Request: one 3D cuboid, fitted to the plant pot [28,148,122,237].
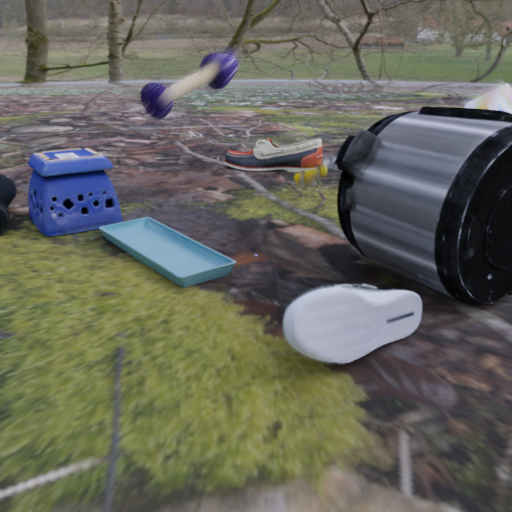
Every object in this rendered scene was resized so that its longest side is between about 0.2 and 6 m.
[{"bbox_3d":[-3.415,-1.251,10.386,1.459,1.312,1.459,-12,24,-30],"label":"plant pot"}]

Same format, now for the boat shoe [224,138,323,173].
[{"bbox_3d":[0.433,-2.670,14.683,2.641,0.826,0.940,4,23,13],"label":"boat shoe"}]

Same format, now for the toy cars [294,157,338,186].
[{"bbox_3d":[1.225,-1.482,9.738,1.220,0.270,0.547,-28,20,-21],"label":"toy cars"}]

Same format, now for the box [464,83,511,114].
[{"bbox_3d":[3.788,-2.088,9.198,0.740,0.821,1.460,-20,19,48],"label":"box"}]

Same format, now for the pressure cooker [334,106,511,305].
[{"bbox_3d":[2.451,-0.808,7.814,2.424,2.386,2.713,-26,30,-23],"label":"pressure cooker"}]

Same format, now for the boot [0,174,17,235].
[{"bbox_3d":[-5.624,-0.965,10.165,2.316,0.884,1.946,-1,24,-21],"label":"boot"}]

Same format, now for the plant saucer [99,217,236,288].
[{"bbox_3d":[-1.500,-0.106,8.923,0.970,0.263,2.774,-16,27,-35],"label":"plant saucer"}]

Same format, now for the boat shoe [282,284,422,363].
[{"bbox_3d":[0.968,0.705,6.196,2.132,0.769,0.756,3,2,-43],"label":"boat shoe"}]

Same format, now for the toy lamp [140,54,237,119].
[{"bbox_3d":[-0.906,-2.558,8.244,0.556,0.556,1.909,13,37,30],"label":"toy lamp"}]
